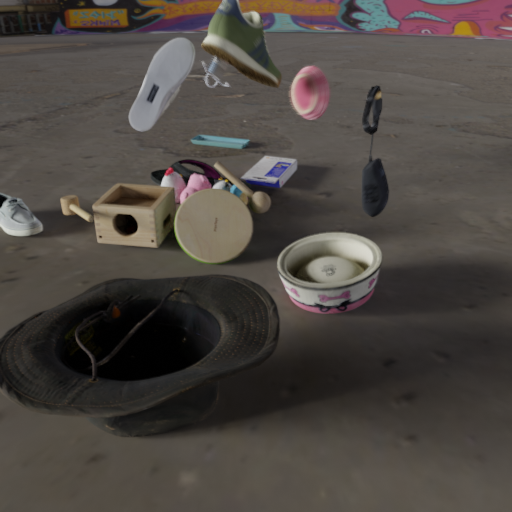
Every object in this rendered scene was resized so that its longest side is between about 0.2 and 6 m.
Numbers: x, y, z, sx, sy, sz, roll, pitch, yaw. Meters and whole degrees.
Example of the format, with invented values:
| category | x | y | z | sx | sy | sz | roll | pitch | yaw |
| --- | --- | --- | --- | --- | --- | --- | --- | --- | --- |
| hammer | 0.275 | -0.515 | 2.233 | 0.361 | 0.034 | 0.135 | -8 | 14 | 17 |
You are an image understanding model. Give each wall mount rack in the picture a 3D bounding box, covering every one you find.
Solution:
| category | x | y | z | sx | sy | sz | roll | pitch | yaw |
| --- | --- | --- | --- | --- | --- | --- | --- | --- | --- |
| wall mount rack | -0.897 | -4.675 | 13.504 | 0.437 | 1.171 | 1.018 | 23 | -5 | 45 |

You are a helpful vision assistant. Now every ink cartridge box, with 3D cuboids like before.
| category | x | y | z | sx | sy | sz | roll | pitch | yaw |
| --- | --- | --- | --- | --- | --- | --- | --- | --- | --- |
| ink cartridge box | 0.349 | -2.091 | 14.215 | 0.908 | 0.356 | 1.918 | 10 | 27 | 17 |

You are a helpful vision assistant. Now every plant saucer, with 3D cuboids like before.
| category | x | y | z | sx | sy | sz | roll | pitch | yaw |
| --- | --- | --- | --- | --- | --- | --- | --- | --- | --- |
| plant saucer | 1.257 | -3.943 | 13.621 | 0.319 | 1.257 | 1.257 | -15 | 31 | -30 |
| plant saucer | -1.097 | -3.464 | 17.035 | 1.724 | 0.164 | 0.603 | 10 | 29 | 17 |

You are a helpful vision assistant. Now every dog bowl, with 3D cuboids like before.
| category | x | y | z | sx | sy | sz | roll | pitch | yaw |
| --- | --- | --- | --- | --- | --- | --- | --- | --- | --- |
| dog bowl | 1.205 | 0.291 | 9.148 | 1.700 | 0.627 | 1.700 | -7 | 30 | 4 |

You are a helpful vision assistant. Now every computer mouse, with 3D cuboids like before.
| category | x | y | z | sx | sy | sz | roll | pitch | yaw |
| --- | --- | --- | --- | --- | --- | --- | --- | --- | --- |
| computer mouse | 1.501 | -1.252 | 6.877 | 0.274 | 1.612 | 0.473 | 11 | 28 | 33 |

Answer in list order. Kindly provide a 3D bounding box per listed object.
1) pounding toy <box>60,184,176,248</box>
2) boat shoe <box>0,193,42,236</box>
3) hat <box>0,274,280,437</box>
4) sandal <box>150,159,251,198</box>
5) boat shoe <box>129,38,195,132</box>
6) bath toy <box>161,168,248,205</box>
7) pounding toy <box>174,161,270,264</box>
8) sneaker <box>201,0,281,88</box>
| category | x | y | z | sx | sy | sz | roll | pitch | yaw |
| --- | --- | --- | --- | --- | --- | --- | --- | --- | --- |
| pounding toy | -2.777 | -0.686 | 10.908 | 2.000 | 0.915 | 1.757 | 5 | 28 | 9 |
| boat shoe | -5.071 | -0.902 | 11.630 | 1.761 | 0.627 | 0.614 | 23 | 35 | 36 |
| hat | -1.306 | 1.355 | 6.669 | 3.270 | 1.319 | 3.270 | -5 | 21 | 2 |
| sandal | -1.342 | -1.950 | 13.599 | 2.719 | 0.651 | 1.022 | 13 | 30 | 23 |
| boat shoe | -2.029 | -3.694 | 12.177 | 0.775 | 2.185 | 0.763 | 28 | 10 | -9 |
| bath toy | -1.252 | -1.451 | 12.504 | 2.190 | 0.809 | 0.952 | 17 | 32 | 30 |
| pounding toy | -0.726 | -0.631 | 10.756 | 1.450 | 0.871 | 1.878 | 33 | 72 | 1 |
| sneaker | -0.076 | -4.567 | 12.005 | 0.899 | 1.204 | 2.682 | 23 | 9 | 29 |
